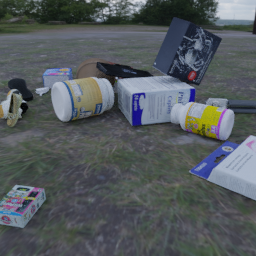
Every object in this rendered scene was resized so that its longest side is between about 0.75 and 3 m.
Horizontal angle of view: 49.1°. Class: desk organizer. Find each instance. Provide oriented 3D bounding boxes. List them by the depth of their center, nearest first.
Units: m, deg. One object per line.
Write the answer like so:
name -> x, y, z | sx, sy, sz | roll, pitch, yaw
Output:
desk organizer -> -0.964, -3.392, 16.972 | 1.058, 0.985, 2.747 | -16, 29, -37

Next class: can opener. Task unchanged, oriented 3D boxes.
can opener -> 4.401, -0.990, 12.001 | 2.219, 0.584, 0.737 | 4, 24, 7

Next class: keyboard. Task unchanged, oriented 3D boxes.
keyboard -> -0.071, -2.545, 12.880 | 2.801, 0.359, 1.682 | 4, 29, -32

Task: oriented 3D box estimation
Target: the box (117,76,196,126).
box -> 1.062, -1.207, 11.527 | 2.569, 1.348, 2.363 | -7, 24, -13

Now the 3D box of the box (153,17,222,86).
box -> 2.371, -3.024, 11.296 | 1.913, 2.101, 1.094 | 10, 23, -33

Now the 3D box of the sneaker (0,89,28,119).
sneaker -> -4.687, -0.952, 11.869 | 0.961, 0.830, 2.193 | 6, 30, -12

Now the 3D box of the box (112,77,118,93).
box -> -0.865, -2.226, 14.548 | 0.691, 0.783, 0.378 | -1, 25, -4

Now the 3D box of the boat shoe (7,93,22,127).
boat shoe -> -4.288, -0.659, 10.380 | 0.451, 1.235, 0.389 | 21, 3, 31

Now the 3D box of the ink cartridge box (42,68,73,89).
ink cartridge box -> -3.991, -2.918, 16.121 | 1.457, 0.815, 2.136 | -2, 22, -6

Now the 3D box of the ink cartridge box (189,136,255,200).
ink cartridge box -> 3.436, 0.969, 7.649 | 2.591, 0.561, 2.544 | 21, 32, 36

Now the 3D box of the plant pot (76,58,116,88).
plant pot -> -1.551, -2.072, 13.250 | 1.935, 1.935, 1.688 | 0, 40, -1

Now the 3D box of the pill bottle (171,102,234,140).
pill bottle -> 2.575, -0.310, 9.876 | 2.036, 1.061, 1.061 | 16, 29, 33

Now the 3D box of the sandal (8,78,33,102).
sandal -> -5.457, -1.845, 14.129 | 0.900, 0.573, 2.395 | -13, 39, -28

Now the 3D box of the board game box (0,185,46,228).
board game box -> -2.411, 1.715, 6.229 | 0.740, 0.322, 1.003 | 4, 25, 10

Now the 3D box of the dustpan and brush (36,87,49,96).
dustpan and brush -> -4.457, -1.851, 14.429 | 0.677, 0.278, 0.971 | -9, 18, -5

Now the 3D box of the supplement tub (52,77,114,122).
supplement tub -> -1.806, -1.200, 11.268 | 2.146, 1.553, 1.553 | -15, 28, -31
